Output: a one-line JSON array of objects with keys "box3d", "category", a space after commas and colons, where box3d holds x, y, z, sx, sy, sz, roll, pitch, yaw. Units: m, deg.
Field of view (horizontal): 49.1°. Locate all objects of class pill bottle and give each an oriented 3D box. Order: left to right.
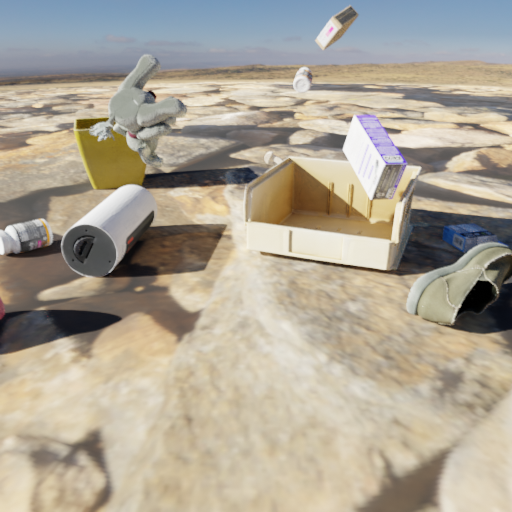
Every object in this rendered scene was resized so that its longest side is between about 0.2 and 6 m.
[{"box3d": [-4.969, -0.395, 11.967, 1.049, 0.610, 0.610, -20, 30, -39], "category": "pill bottle"}, {"box3d": [1.026, -3.826, 12.154, 0.375, 0.375, 0.644, 4, 40, 10], "category": "pill bottle"}]

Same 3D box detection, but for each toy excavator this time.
[{"box3d": [0.798, -2.408, 16.120, 1.101, 1.132, 0.566, 5, 23, 13], "category": "toy excavator"}]

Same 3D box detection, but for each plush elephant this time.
[{"box3d": [-2.187, -2.629, 11.093, 1.886, 1.461, 1.554, -38, 71, 1], "category": "plush elephant"}]

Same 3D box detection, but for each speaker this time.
[{"box3d": [-2.997, -0.601, 11.770, 1.135, 1.135, 2.794, 2, 22, 6], "category": "speaker"}]

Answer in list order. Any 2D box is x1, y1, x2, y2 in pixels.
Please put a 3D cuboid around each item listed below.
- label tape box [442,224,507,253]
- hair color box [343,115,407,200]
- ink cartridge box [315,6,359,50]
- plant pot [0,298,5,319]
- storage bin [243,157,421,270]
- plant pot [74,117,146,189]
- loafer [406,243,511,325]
[{"box3d": [4.838, -0.423, 12.338, 1.139, 0.376, 0.816, -8, 24, -14], "category": "label tape box"}, {"box3d": [2.285, -1.940, 10.935, 0.523, 0.881, 1.613, -3, 48, -15], "category": "hair color box"}, {"box3d": [1.677, -4.742, 11.656, 0.645, 0.294, 0.783, -41, 2, -29], "category": "ink cartridge box"}, {"box3d": [-4.650, 0.837, 8.480, 1.180, 1.180, 1.056, 12, 40, 27], "category": "plant pot"}, {"box3d": [1.730, -1.031, 12.328, 3.209, 1.504, 3.186, 9, 24, 19], "category": "storage bin"}, {"box3d": [-4.273, -3.095, 16.846, 2.089, 1.843, 2.089, -6, 24, -15], "category": "plant pot"}, {"box3d": [3.673, 0.564, 9.430, 2.632, 0.990, 0.917, -22, 40, -31], "category": "loafer"}]
